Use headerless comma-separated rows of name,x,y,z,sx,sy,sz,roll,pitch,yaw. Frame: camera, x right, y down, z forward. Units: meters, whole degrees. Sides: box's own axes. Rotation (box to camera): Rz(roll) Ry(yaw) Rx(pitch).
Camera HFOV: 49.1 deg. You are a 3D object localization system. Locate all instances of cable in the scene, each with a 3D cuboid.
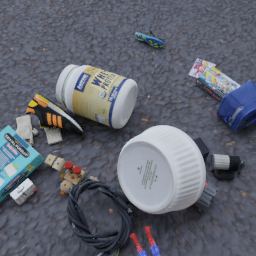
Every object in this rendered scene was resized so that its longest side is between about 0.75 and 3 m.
cable,-0.956,2.689,8.880,2.371,0.602,1.934,33,61,-5

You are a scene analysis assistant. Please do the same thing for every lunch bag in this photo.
lunch bag,4.663,-0.795,11.230,2.007,1.363,1.328,-30,61,-19

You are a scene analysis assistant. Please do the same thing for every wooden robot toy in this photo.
wooden robot toy,-2.130,1.775,9.798,2.307,1.016,1.047,25,70,17

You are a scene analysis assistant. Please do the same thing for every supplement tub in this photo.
supplement tub,-1.227,-1.316,11.203,2.800,2.022,2.022,20,58,13

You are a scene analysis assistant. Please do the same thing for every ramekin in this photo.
ramekin,0.878,1.354,8.778,1.306,2.804,2.804,-9,49,-47

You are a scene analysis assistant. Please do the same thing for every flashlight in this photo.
flashlight,1.749,1.793,9.789,2.649,0.897,0.900,30,88,20

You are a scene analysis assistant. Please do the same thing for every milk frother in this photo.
milk frother,3.555,1.302,10.020,0.965,1.026,0.926,4,60,3

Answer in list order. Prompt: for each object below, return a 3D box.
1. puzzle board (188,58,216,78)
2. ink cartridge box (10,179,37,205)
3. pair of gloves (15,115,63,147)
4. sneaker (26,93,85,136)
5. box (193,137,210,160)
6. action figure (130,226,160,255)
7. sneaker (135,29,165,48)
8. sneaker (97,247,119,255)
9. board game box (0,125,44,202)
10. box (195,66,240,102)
puzzle board,3.555,-2.792,13.362,0.971,0.112,1.288,22,59,15
ink cartridge box,-3.601,2.203,9.673,0.326,0.560,0.768,36,63,22
pair of gloves,-3.635,0.020,11.311,1.882,0.330,1.600,-9,56,-5
sneaker,-2.887,-0.274,11.108,2.431,0.850,1.094,38,88,-2
box,2.347,0.945,10.498,1.162,0.616,0.711,-21,58,-15
action figure,0.868,4.107,7.841,0.825,0.651,2.520,-23,62,-5
sneaker,1.169,-4.660,14.335,1.693,0.600,0.702,30,67,22
sneaker,-0.771,4.000,8.452,0.501,0.549,1.357,35,62,21
board game box,-4.609,1.388,10.044,1.903,0.592,2.521,37,70,22
box,4.073,-1.906,12.555,1.187,0.327,1.737,-38,67,-22
